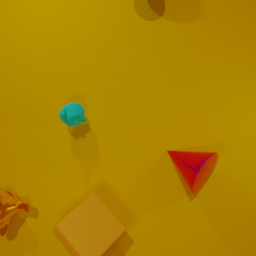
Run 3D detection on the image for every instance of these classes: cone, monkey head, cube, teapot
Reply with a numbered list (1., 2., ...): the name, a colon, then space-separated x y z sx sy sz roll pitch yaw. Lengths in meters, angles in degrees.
1. cone: 1.704 0.998 8.319 1.355 1.350 1.350 31 81 32
2. monkey head: -3.381 2.285 7.834 1.078 0.903 1.499 4 112 24
3. cube: -1.060 2.710 7.413 1.279 1.279 1.279 -38 82 -30
4. teapot: -1.626 -0.357 8.213 0.761 1.223 0.599 -39 64 15
